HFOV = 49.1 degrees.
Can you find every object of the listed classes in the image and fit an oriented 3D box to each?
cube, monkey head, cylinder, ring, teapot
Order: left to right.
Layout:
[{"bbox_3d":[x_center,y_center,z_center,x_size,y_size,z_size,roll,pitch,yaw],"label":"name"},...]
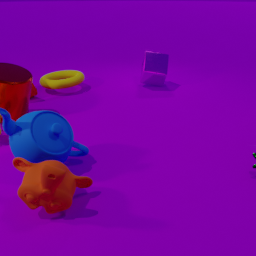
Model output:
[{"bbox_3d":[-3.346,-0.983,7.724,1.241,1.241,1.241,15,30,-9],"label":"cylinder"},{"bbox_3d":[-1.677,0.168,5.525,2.032,0.995,1.263,27,50,-31],"label":"teapot"},{"bbox_3d":[-1.264,0.828,4.647,1.437,1.033,0.866,18,33,-11],"label":"monkey head"},{"bbox_3d":[-2.421,-1.797,10.327,1.627,0.325,1.627,-4,26,2],"label":"ring"},{"bbox_3d":[0.974,-2.195,10.440,0.886,0.886,0.886,8,71,-2],"label":"cube"}]

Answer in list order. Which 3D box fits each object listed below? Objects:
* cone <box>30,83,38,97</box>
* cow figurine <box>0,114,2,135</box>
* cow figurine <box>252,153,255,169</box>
[{"bbox_3d":[-3.835,-1.109,9.139,1.207,1.207,1.212,18,59,32],"label":"cone"},{"bbox_3d":[-3.412,-0.191,6.786,0.576,1.050,1.033,-2,31,-40],"label":"cow figurine"},{"bbox_3d":[3.149,0.546,5.673,0.735,1.318,1.340,55,10,18],"label":"cow figurine"}]
